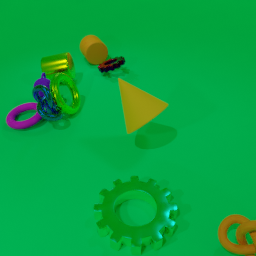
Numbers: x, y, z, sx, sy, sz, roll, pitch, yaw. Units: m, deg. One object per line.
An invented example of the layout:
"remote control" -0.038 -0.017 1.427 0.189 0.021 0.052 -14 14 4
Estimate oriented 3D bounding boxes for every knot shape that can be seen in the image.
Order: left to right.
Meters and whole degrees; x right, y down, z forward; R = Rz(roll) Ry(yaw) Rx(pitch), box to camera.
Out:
"knot shape" -2.454 -0.637 8.638 0.591 1.278 1.196 -27 48 -4
"knot shape" 2.304 2.038 5.181 0.505 1.023 1.094 -14 55 -45

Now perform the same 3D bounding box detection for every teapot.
"teapot" -2.804 -1.310 9.463 0.693 1.115 0.546 -2 11 6

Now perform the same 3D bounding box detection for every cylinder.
"cylinder" -2.691 -2.328 10.871 1.038 1.038 1.038 -10 37 5
"cylinder" -1.535 -3.503 12.543 1.027 1.027 1.027 -14 39 -18

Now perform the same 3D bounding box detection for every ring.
"ring" -3.301 -0.408 9.032 1.242 0.248 1.242 -6 40 5
"ring" -2.044 -1.126 9.222 0.285 1.423 1.423 -16 32 23

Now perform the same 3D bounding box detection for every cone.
"cone" 0.141 -0.779 7.503 1.351 1.346 1.346 54 50 -5

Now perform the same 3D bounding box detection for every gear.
"gear" -0.680 -2.643 11.614 1.148 0.212 1.148 -16 29 9
"gear" 0.162 1.834 6.151 1.780 0.329 1.780 0 38 0
